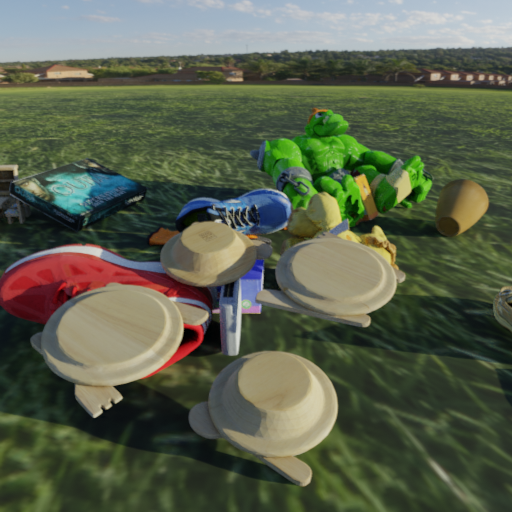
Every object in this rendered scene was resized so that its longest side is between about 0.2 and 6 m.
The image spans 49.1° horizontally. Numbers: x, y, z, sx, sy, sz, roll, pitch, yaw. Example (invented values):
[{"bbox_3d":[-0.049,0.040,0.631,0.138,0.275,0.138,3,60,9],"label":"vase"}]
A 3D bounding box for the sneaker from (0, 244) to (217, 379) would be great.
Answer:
[{"bbox_3d":[-2.148,0.706,7.524,3.156,1.236,1.823,-1,20,0],"label":"sneaker"}]

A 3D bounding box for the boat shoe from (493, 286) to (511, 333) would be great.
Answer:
[{"bbox_3d":[3.872,0.824,7.993,0.708,0.611,1.942,5,22,13],"label":"boat shoe"}]

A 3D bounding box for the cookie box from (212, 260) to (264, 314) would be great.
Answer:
[{"bbox_3d":[-0.584,0.319,9.263,1.420,0.624,1.660,1,21,3],"label":"cookie box"}]

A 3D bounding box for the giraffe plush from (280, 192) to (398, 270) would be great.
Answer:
[{"bbox_3d":[1.516,-0.087,9.309,1.558,1.658,1.921,17,-11,-27],"label":"giraffe plush"}]

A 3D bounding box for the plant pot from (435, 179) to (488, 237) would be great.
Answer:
[{"bbox_3d":[4.344,-0.926,12.149,1.050,1.050,1.127,13,43,31],"label":"plant pot"}]

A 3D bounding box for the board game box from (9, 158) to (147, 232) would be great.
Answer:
[{"bbox_3d":[-4.187,-1.562,13.534,1.913,0.398,2.828,27,27,9],"label":"board game box"}]

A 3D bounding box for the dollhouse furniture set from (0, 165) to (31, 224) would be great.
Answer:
[{"bbox_3d":[-6.115,-1.448,13.193,1.393,1.055,1.589,-3,22,-7],"label":"dollhouse furniture set"}]

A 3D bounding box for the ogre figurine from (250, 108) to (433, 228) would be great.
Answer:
[{"bbox_3d":[1.843,-1.967,13.246,4.669,2.291,2.799,-29,51,-26],"label":"ogre figurine"}]

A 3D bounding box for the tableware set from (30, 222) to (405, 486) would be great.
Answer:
[{"bbox_3d":[-0.294,0.665,6.974,3.495,0.485,4.183,18,40,22],"label":"tableware set"}]

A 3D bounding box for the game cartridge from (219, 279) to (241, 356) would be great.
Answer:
[{"bbox_3d":[-0.349,0.755,7.801,0.267,0.879,1.318,-4,24,3],"label":"game cartridge"}]

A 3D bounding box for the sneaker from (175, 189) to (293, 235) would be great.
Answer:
[{"bbox_3d":[-0.451,-0.679,10.858,2.415,0.948,1.077,-6,19,17],"label":"sneaker"}]

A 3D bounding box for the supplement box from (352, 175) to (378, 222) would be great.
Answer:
[{"bbox_3d":[2.420,-1.314,12.784,0.339,1.019,0.351,-28,13,-35],"label":"supplement box"}]

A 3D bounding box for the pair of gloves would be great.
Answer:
[{"bbox_3d":[-0.619,-0.645,12.122,2.619,0.363,2.940,7,22,18],"label":"pair of gloves"}]
